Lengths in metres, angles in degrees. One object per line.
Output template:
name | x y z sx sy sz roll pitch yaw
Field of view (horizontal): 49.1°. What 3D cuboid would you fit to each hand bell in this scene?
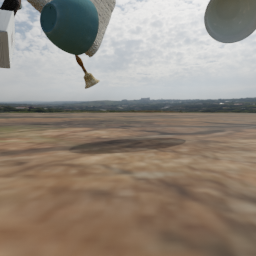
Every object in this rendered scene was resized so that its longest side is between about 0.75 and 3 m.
hand bell | -1.725 -2.298 11.110 0.689 1.324 0.689 -24 20 9

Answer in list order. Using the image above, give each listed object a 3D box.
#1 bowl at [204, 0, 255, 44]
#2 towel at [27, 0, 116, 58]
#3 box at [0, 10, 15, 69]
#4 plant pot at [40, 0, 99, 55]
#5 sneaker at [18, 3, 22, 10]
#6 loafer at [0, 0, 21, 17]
bowl | 2.482 -2.825 6.771 1.402 1.402 0.630 0 38 0
towel | -1.011 -2.573 5.590 1.536 2.318 0.400 38 -48 -27
box | -3.592 -2.081 6.249 1.887 0.920 1.174 2 42 -16
plant pot | -0.975 -1.608 4.285 0.894 0.894 0.602 3 6 38
sneaker | -3.537 -4.469 9.207 0.784 0.543 1.298 -2 -24 2
loafer | -3.548 -3.396 8.293 1.426 0.521 0.506 -29 27 32
